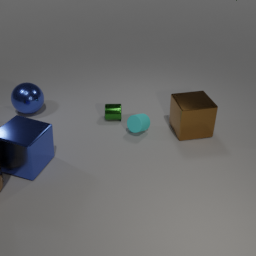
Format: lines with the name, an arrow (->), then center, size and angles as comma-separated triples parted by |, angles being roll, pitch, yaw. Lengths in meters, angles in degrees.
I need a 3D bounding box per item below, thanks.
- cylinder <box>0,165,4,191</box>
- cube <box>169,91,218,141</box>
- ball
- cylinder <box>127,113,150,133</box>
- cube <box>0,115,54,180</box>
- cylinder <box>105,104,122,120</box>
cylinder -> -4.460, 1.262, 8.147 | 1.400, 1.400, 1.400 | 7, 41, -6
cube -> 2.528, -0.511, 11.104 | 1.400, 1.400, 1.400 | -7, 34, -7
ball -> -4.446, -1.316, 12.422 | 1.400, 1.400, 1.400 | 0, 33, 0
cylinder -> 0.427, -0.202, 11.167 | 0.700, 0.700, 0.700 | 21, 19, 29
cube -> -3.425, 0.619, 9.259 | 1.400, 1.400, 1.400 | 14, 34, 11
cylinder -> -0.631, -0.698, 12.095 | 0.700, 0.700, 0.700 | -1, 33, -1
